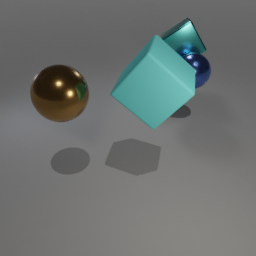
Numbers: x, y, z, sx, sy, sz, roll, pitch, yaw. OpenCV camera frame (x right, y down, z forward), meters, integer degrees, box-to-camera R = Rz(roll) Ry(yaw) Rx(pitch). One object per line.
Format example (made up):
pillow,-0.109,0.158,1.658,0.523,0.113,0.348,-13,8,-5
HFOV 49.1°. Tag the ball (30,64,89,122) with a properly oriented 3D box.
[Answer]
ball,-1.654,-0.838,6.849,1.400,1.400,1.400,0,32,0

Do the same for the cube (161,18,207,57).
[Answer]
cube,2.384,-3.727,12.189,1.400,1.400,1.400,-29,21,19

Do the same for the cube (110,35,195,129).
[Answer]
cube,0.654,-1.129,6.864,1.400,1.400,1.400,38,34,-13

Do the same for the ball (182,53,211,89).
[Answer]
ball,2.550,-2.242,11.044,1.400,1.400,1.400,0,32,0
